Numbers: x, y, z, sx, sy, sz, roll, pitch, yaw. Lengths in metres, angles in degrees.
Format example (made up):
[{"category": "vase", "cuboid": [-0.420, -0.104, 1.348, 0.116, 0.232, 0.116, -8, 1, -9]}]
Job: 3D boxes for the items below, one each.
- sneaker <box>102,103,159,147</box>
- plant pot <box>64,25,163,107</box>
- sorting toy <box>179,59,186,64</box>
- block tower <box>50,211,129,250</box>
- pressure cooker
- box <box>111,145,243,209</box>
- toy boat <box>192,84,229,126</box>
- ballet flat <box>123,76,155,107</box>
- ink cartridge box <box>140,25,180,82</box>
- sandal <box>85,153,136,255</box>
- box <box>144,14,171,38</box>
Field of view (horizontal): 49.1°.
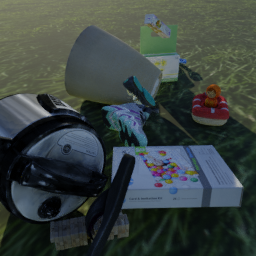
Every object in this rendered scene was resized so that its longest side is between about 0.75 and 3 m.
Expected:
[{"category": "sneaker", "cuboid": [0.361, -0.252, 8.736, 1.655, 0.920, 2.366, -18, 37, -24]}, {"category": "plant pot", "cuboid": [-0.331, -1.908, 10.132, 2.893, 2.709, 2.709, 23, 37, 11]}, {"category": "sorting toy", "cuboid": [1.501, -3.399, 14.130, 2.832, 0.386, 1.595, 3, 29, -7]}, {"category": "block tower", "cuboid": [-0.760, 2.038, 5.618, 1.508, 0.436, 0.407, -5, 32, -12]}, {"category": "pressure cooker", "cuboid": [-1.770, 0.663, 5.967, 2.356, 2.393, 2.679, -27, 38, -32]}, {"category": "box", "cuboid": [0.971, 1.074, 6.659, 2.699, 0.556, 2.104, -2, 21, 0]}, {"category": "toy boat", "cuboid": [2.823, -0.892, 9.475, 1.200, 1.202, 1.838, 7, 33, 10]}, {"category": "ballet flat", "cuboid": [0.184, -0.639, 5.146, 0.328, 0.898, 0.328, -16, 56, 25]}, {"category": "ink cartridge box", "cuboid": [1.340, -3.100, 11.912, 1.683, 2.313, 0.555, -6, 33, -10]}, {"category": "sandal", "cuboid": [-0.396, 1.404, 5.171, 0.481, 0.755, 2.008, 16, 72, 16]}, {"category": "box", "cuboid": [1.105, -3.682, 10.196, 0.342, 0.320, 1.652, 9, 3, 29]}]
